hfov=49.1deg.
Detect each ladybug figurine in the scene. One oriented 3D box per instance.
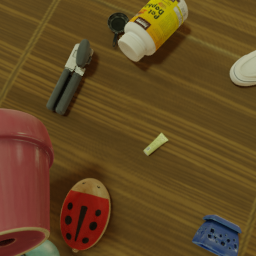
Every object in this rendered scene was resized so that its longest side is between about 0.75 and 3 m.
[{"bbox_3d":[-1.239,2.469,7.961,1.410,0.747,2.077,10,78,2],"label":"ladybug figurine"}]

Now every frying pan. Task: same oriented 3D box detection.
[{"bbox_3d":[-0.273,-3.332,9.468,0.746,0.201,1.233,-13,80,-2],"label":"frying pan"}]

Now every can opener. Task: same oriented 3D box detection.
[{"bbox_3d":[-1.839,-1.658,8.790,0.656,0.822,2.459,22,79,5],"label":"can opener"}]

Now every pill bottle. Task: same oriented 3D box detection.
[{"bbox_3d":[0.757,-3.207,8.901,1.237,1.237,2.264,41,81,8],"label":"pill bottle"}]

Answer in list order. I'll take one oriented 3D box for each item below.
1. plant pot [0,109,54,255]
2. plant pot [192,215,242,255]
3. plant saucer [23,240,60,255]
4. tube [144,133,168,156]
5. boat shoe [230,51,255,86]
[{"bbox_3d":[-2.627,1.273,5.575,2.552,2.552,2.285,-22,59,-4],"label":"plant pot"},{"bbox_3d":[2.483,2.981,7.763,1.011,1.011,0.909,25,72,5],"label":"plant pot"},{"bbox_3d":[-2.607,3.829,7.939,1.319,0.254,1.319,0,78,1],"label":"plant saucer"},{"bbox_3d":[0.852,0.522,8.670,0.821,0.213,0.238,-40,120,-11],"label":"tube"},{"bbox_3d":[4.635,-2.265,8.854,2.889,0.944,1.063,-26,79,-5],"label":"boat shoe"}]
